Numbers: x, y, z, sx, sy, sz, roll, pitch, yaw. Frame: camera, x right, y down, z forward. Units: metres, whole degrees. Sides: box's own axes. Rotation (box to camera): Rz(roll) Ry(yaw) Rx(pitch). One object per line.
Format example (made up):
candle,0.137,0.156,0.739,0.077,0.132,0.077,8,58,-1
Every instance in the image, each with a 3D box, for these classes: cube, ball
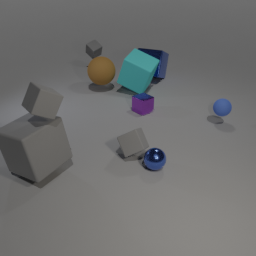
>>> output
cube,-2.277,-0.723,7.457,0.700,0.700,0.700,15,13,-46
cube,0.645,-1.044,12.147,0.700,0.700,0.700,-23,37,-34
cube,0.176,0.458,9.086,0.700,0.700,0.700,-24,-3,18
ball,0.834,0.956,8.665,0.700,0.700,0.700,0,30,0
cube,1.317,-3.542,15.426,1.400,1.400,1.400,12,11,20
cube,-2.727,0.493,8.189,1.400,1.400,1.400,10,34,34
ball,-1.320,-2.837,13.925,1.400,1.400,1.400,0,30,0
ball,3.688,-0.802,10.956,0.700,0.700,0.700,0,30,0
cube,0.496,-2.756,13.650,1.400,1.400,1.400,27,43,5
cube,-2.038,-4.700,16.740,0.700,0.700,0.700,-37,73,-27
